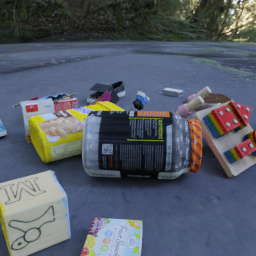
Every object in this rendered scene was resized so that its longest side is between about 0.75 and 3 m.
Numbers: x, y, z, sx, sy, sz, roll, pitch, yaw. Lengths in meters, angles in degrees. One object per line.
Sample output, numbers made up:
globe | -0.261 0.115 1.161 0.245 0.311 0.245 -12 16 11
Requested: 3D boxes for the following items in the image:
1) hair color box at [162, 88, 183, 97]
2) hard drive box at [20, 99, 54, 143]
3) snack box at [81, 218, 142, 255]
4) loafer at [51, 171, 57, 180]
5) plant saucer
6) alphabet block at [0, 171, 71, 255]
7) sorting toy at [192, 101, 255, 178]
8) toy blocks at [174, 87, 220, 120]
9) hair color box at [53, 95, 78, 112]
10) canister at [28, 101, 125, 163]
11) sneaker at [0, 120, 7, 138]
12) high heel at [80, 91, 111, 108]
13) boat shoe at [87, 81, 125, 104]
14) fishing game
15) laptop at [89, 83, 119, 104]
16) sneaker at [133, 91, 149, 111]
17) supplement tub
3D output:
hair color box | 2.478 -1.969 15.533 1.019 0.309 0.505 15 27 35
hard drive box | -3.139 -0.267 9.884 1.074 1.379 0.529 -10 24 -20
snack box | -0.267 2.188 5.098 1.004 0.403 1.190 2 23 7
loafer | -1.927 1.462 7.092 0.308 0.352 0.979 14 26 -12
plant saucer | 4.036 -1.317 13.825 2.578 0.413 2.578 0 21 0
alphabet block | -1.879 1.657 5.512 1.138 1.111 1.117 -12 23 -29
sorting toy | 3.218 0.115 8.197 2.021 0.708 2.033 -17 72 -37
toy blocks | 2.475 -0.043 9.734 1.722 2.046 1.912 -37 0 31
hair color box | -3.388 -0.964 12.621 2.028 0.621 1.029 -16 26 -35
canister | -1.627 0.056 9.287 2.851 1.234 2.118 -14 25 -27
sneaker | -5.461 -0.443 10.576 2.623 1.180 1.028 17 27 36
high heel | -1.620 -1.168 12.786 1.821 0.875 0.614 -16 27 -35
boat shoe | -1.135 -1.883 14.704 0.923 0.762 2.690 16 27 34
fishing game | -3.239 -1.030 11.071 1.748 0.379 2.441 -13 5 24
laptop | -1.154 -1.691 14.078 0.737 1.271 1.191 -23 18 22
sneaker | 0.495 -0.998 10.968 0.444 0.643 1.156 24 1 11
supplement tub | 0.371 0.445 7.557 2.959 1.812 1.812 2 22 4
